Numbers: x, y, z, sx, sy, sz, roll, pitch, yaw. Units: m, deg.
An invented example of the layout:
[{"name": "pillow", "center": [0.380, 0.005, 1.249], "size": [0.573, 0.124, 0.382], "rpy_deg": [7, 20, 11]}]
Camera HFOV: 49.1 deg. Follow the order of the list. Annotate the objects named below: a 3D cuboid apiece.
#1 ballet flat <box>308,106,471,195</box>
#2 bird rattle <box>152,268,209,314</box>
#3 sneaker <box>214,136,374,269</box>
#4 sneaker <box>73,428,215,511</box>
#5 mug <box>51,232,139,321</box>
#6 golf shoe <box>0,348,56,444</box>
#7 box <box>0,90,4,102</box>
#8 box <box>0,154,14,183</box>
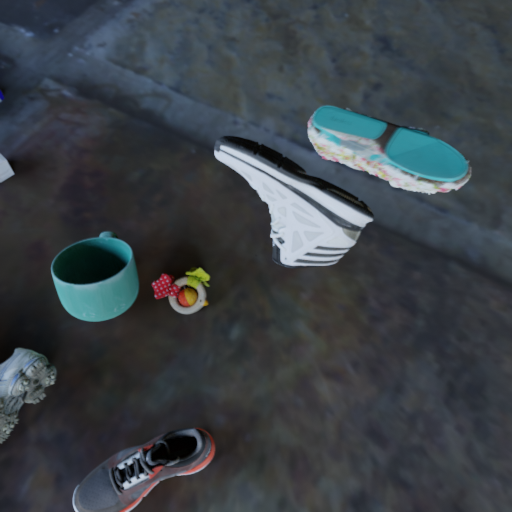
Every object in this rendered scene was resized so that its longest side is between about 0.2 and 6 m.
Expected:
[{"name": "ballet flat", "center": [1.644, -1.285, 7.121], "size": [2.229, 0.713, 0.843], "rpy_deg": [32, 68, 28]}, {"name": "bird rattle", "center": [-1.313, 0.637, 10.147], "size": [1.050, 0.592, 0.856], "rpy_deg": [-20, 77, -8]}, {"name": "sneaker", "center": [0.284, -0.602, 7.785], "size": [2.384, 1.372, 0.900], "rpy_deg": [29, 21, -4]}, {"name": "sneaker", "center": [-1.722, 3.121, 8.383], "size": [2.242, 0.918, 0.864], "rpy_deg": [-26, 62, -15]}, {"name": "mug", "center": [-2.679, 0.406, 9.889], "size": [1.375, 1.035, 1.673], "rpy_deg": [21, 42, 28]}, {"name": "golf shoe", "center": [-4.262, 2.366, 9.081], "size": [0.994, 0.801, 2.045], "rpy_deg": [23, 55, 34]}, {"name": "box", "center": [-6.432, -3.577, 12.680], "size": [0.891, 0.508, 0.969], "rpy_deg": [21, 60, 11]}, {"name": "box", "center": [-5.475, -1.854, 11.663], "size": [0.537, 0.460, 0.535], "rpy_deg": [-39, 66, -21]}]
